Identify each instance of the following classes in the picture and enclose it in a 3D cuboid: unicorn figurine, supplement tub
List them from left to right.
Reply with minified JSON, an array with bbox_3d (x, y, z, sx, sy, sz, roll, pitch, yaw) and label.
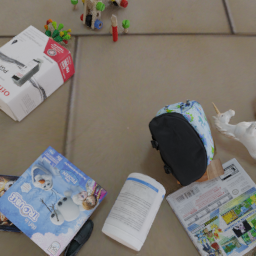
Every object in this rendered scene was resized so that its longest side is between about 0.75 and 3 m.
[{"bbox_3d":[0.183,2.227,7.606,1.161,1.161,1.759,24,64,12],"label":"supplement tub"},{"bbox_3d":[3.717,0.185,8.308,0.961,1.788,2.603,-39,98,-43],"label":"unicorn figurine"}]

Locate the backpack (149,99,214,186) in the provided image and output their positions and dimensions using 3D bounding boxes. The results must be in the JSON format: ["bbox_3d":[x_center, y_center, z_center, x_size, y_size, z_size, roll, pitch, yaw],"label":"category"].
[{"bbox_3d":[1.543,0.148,7.901,1.860,2.419,1.973,-29,97,5],"label":"backpack"}]

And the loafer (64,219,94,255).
[{"bbox_3d":[-1.316,3.008,7.558,0.394,0.407,1.159,31,72,12],"label":"loafer"}]

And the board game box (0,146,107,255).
[{"bbox_3d":[-2.029,1.927,7.557,2.124,0.461,2.114,36,69,9],"label":"board game box"}]

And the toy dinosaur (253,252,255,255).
[{"bbox_3d":[3.604,3.233,7.451,0.460,0.248,1.044,19,102,-13],"label":"toy dinosaur"}]

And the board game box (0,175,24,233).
[{"bbox_3d":[-3.318,2.162,8.062,2.257,0.391,1.529,4,62,2],"label":"board game box"}]

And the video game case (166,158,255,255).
[{"bbox_3d":[2.762,2.378,8.019,2.524,0.278,2.300,-26,65,-14],"label":"video game case"}]

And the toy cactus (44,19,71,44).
[{"bbox_3d":[-2.918,-3.612,11.068,1.420,0.726,1.172,32,85,13],"label":"toy cactus"}]

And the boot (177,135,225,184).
[{"bbox_3d":[2.035,0.858,8.620,1.406,0.670,1.818,-17,38,14],"label":"boot"}]

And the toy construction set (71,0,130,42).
[{"bbox_3d":[-0.888,-5.055,10.938,2.225,2.050,2.668,-22,65,-11],"label":"toy construction set"}]

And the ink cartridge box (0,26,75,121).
[{"bbox_3d":[-3.605,-1.948,9.778,2.068,1.168,2.818,35,67,16],"label":"ink cartridge box"}]
